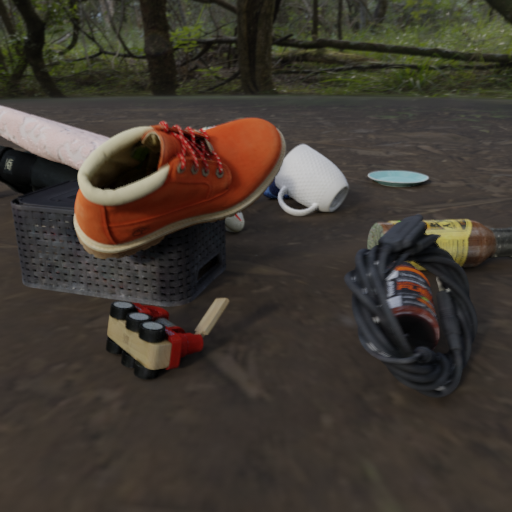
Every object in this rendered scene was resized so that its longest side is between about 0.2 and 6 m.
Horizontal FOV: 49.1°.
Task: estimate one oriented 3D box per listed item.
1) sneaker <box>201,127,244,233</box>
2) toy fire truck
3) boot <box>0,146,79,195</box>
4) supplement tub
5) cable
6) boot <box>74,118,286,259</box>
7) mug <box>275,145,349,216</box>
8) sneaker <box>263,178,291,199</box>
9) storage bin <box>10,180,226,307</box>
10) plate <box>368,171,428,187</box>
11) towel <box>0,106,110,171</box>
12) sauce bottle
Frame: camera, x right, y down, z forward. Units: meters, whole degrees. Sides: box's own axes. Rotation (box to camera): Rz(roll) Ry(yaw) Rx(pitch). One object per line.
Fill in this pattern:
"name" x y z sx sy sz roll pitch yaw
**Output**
"sneaker" -0.529 -1.292 9.541 0.922 1.973 0.695 -22 26 16
"toy fire truck" -0.899 0.742 5.905 1.087 0.699 0.957 -1 15 -41
"boot" -4.179 -1.572 11.954 2.148 0.976 2.556 17 0 1
"supplement tub" 1.594 0.530 6.103 0.656 0.656 1.227 3 30 8
"cable" 1.495 0.535 5.272 0.490 1.573 1.928 -19 12 40
"boot" -0.713 -0.994 6.232 2.762 1.481 1.036 -31 75 -22
"mug" 1.062 -1.364 11.255 1.250 1.052 1.425 38 69 22
"sneaker" 1.047 -1.591 12.306 1.922 0.711 0.791 -8 23 -20
"storage bin" -1.850 -0.297 7.890 2.585 1.212 1.747 7 21 17
"plate" 3.520 -1.902 13.936 1.468 0.188 1.468 1 19 0
"towel" -2.750 -1.940 11.242 4.131 0.666 3.946 23 10 38
"sauce bottle" 2.829 -0.165 8.236 2.325 0.752 0.752 -2 20 -11
